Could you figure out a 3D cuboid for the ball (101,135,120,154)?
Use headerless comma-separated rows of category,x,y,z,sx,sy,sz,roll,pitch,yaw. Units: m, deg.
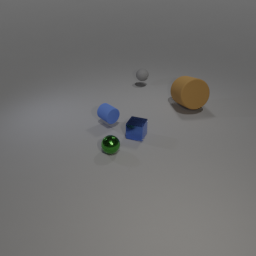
ball,-0.636,0.606,10.279,0.700,0.700,0.700,0,31,0

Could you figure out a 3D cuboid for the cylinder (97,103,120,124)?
cylinder,-0.831,-0.616,11.835,0.700,0.700,0.700,-23,39,-34

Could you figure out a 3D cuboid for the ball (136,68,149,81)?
ball,0.796,-2.956,15.584,0.700,0.700,0.700,0,31,0

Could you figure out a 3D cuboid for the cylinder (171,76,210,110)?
cylinder,2.883,-1.685,13.162,1.400,1.400,1.400,-6,17,-10

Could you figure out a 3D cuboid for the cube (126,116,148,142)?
cube,0.348,0.028,11.244,0.700,0.700,0.700,11,33,18
